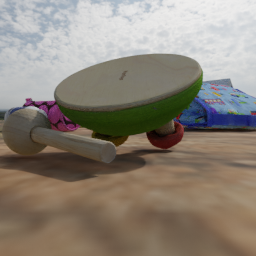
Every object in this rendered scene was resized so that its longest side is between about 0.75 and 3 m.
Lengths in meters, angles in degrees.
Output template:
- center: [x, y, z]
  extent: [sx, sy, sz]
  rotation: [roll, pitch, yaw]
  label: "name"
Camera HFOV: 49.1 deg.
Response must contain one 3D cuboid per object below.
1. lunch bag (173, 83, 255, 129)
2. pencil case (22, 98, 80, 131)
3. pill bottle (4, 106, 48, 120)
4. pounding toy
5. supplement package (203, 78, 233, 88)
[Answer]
- center: [2.587, -0.489, 7.626]
  extent: [2.156, 1.347, 2.864]
  rotation: [2, 11, -13]
  label: "lunch bag"
- center: [-1.940, -0.354, 6.936]
  extent: [1.783, 0.835, 0.809]
  rotation: [2, 5, 35]
  label: "pencil case"
- center: [-2.352, -0.210, 6.507]
  extent: [1.039, 0.577, 0.577]
  rotation: [2, 3, 39]
  label: "pill bottle"
- center: [-0.058, -0.045, 2.503]
  extent: [1.294, 0.778, 1.676]
  rotation: [12, 36, 36]
  label: "pounding toy"
- center: [3.024, -0.945, 10.394]
  extent: [1.310, 0.933, 1.682]
  rotation: [1, 43, 46]
  label: "supplement package"
